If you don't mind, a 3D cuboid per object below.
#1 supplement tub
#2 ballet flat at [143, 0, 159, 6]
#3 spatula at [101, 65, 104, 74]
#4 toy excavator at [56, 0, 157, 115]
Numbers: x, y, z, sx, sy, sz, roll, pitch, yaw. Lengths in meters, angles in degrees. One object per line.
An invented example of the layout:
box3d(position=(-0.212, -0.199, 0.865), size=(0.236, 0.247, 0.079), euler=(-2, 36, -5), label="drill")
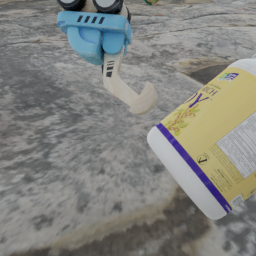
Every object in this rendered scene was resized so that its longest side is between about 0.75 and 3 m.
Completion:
box3d(position=(1.329, 0.033, 3.435), size=(1.874, 1.363, 1.363), euler=(-40, 41, 3), label="supplement tub")
box3d(position=(0.788, -4.348, 8.879), size=(0.742, 0.742, 2.100), euler=(6, 24, 8), label="ballet flat")
box3d(position=(-0.583, -2.477, 6.755), size=(0.699, 2.472, 0.254), euler=(-5, 13, -5), label="spatula")
box3d(position=(-0.405, -1.522, 5.638), size=(2.230, 2.294, 1.146), euler=(10, 2, 10), label="toy excavator")
